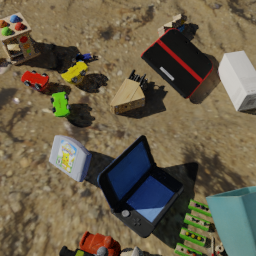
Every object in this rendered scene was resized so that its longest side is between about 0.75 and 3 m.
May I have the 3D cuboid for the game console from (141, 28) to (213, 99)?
[{"bbox_3d":[2.162,-2.817,11.954,2.676,0.415,2.367,43,69,1],"label":"game console"}]

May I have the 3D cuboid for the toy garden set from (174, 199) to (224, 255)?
[{"bbox_3d":[2.482,3.336,8.883,1.505,0.360,1.806,20,62,11],"label":"toy garden set"}]

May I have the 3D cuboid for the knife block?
[{"bbox_3d":[-0.020,-1.599,11.629,1.925,0.616,1.690,-18,60,-9],"label":"knife block"}]

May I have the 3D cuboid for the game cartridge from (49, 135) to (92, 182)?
[{"bbox_3d":[-2.011,0.953,9.598,1.750,0.354,1.167,24,101,34],"label":"game cartridge"}]

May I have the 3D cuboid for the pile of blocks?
[{"bbox_3d":[2.117,-4.757,13.563,0.671,0.886,2.158,-1,35,51],"label":"pile of blocks"}]

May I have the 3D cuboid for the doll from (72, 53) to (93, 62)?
[{"bbox_3d":[-2.089,-3.183,12.777,0.943,0.229,0.643,-16,60,-9],"label":"doll"}]

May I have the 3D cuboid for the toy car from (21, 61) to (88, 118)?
[{"bbox_3d":[-2.856,-1.438,11.537,2.799,0.624,2.634,-13,61,-7],"label":"toy car"}]

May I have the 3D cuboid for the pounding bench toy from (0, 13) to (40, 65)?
[{"bbox_3d":[-5.300,-3.823,12.322,2.115,1.649,1.314,-29,64,-16],"label":"pounding bench toy"}]

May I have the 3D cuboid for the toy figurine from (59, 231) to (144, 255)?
[{"bbox_3d":[-0.803,4.175,6.879,1.927,2.726,2.769,17,81,12],"label":"toy figurine"}]

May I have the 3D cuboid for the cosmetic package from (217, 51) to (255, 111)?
[{"bbox_3d":[4.607,-1.943,11.504,0.934,1.185,2.203,-10,61,-5],"label":"cosmetic package"}]

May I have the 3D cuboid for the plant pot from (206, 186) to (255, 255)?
[{"bbox_3d":[3.728,3.051,8.134,1.747,1.748,2.473,-8,78,-17],"label":"plant pot"}]

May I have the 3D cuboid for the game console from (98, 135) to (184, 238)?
[{"bbox_3d":[0.524,1.782,8.912,2.065,1.431,2.419,34,53,21],"label":"game console"}]
